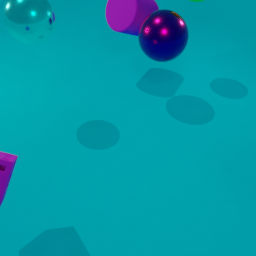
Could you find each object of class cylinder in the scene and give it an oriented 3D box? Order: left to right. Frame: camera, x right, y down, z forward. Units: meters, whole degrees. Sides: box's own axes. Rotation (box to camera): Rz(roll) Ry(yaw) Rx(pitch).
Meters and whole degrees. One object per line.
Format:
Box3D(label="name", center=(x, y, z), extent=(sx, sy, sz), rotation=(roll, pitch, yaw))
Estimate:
Box3D(label="cylinder", center=(0.152, -3.571, 8.767), extent=(1.244, 1.244, 1.244), rotation=(35, 27, 29))

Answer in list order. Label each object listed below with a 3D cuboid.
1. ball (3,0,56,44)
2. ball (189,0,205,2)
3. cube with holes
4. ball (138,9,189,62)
Box3D(label="ball", center=(-2.264, -2.546, 6.502), extent=(1.163, 1.163, 1.163), rotation=(0, 45, 0))
Box3D(label="ball", center=(2.018, -4.214, 7.983), extent=(1.152, 1.152, 1.152), rotation=(0, 45, 0))
Box3D(label="cube with holes", center=(-2.411, 0.800, 4.644), extent=(0.830, 0.830, 0.830), rotation=(18, 86, -17))
Box3D(label="ball", center=(0.973, -2.532, 7.740), extent=(1.381, 1.381, 1.381), rotation=(0, 45, 0))
